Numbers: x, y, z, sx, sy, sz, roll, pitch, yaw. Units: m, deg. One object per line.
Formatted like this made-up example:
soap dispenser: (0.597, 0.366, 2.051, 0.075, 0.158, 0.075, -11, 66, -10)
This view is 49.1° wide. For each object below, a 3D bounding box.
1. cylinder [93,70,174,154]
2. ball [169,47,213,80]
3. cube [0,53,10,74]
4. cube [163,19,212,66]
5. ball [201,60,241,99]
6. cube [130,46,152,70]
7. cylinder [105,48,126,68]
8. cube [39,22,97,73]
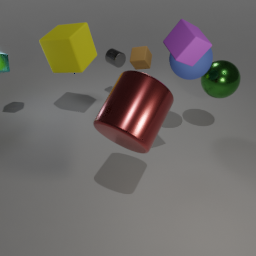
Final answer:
cylinder: (0.135, -0.345, 6.409, 1.400, 1.400, 1.400, 20, 73, 28)
ball: (2.071, -2.304, 9.257, 1.400, 1.400, 1.400, 0, 32, 0)
cube: (-5.122, -2.497, 10.828, 0.700, 0.700, 0.700, -4, 6, 22)
cube: (1.414, -2.022, 6.697, 0.700, 0.700, 0.700, 5, 49, -43)
ball: (3.410, -1.794, 10.353, 1.400, 1.400, 1.400, 0, 32, 0)
cube: (0.564, -2.995, 12.004, 0.700, 0.700, 0.700, 1, 71, 26)
cylinder: (-0.578, -3.240, 12.961, 0.700, 0.700, 0.700, -27, 46, -36)
cube: (-2.253, -3.084, 10.829, 1.400, 1.400, 1.400, 4, 43, 24)
